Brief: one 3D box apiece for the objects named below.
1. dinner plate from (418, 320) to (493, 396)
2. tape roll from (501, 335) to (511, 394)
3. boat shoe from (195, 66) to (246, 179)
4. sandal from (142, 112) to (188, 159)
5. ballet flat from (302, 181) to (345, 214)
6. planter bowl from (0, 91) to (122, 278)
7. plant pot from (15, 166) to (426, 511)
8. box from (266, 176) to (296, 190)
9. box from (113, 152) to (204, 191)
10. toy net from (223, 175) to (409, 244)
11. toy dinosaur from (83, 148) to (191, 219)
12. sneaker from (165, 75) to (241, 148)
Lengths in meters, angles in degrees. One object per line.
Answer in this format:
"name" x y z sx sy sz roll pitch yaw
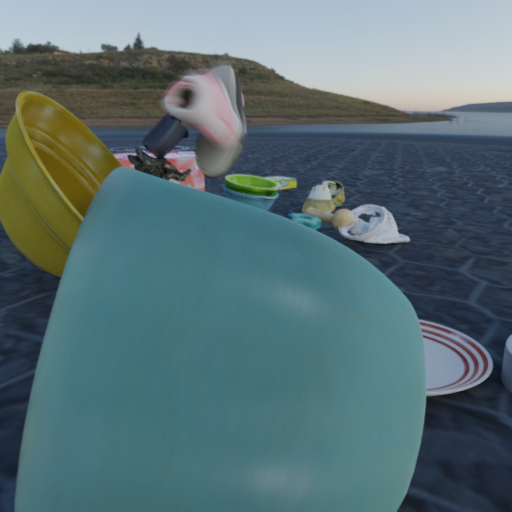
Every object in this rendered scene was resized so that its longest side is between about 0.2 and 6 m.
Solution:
"dinner plate" 1.709 1.211 6.780 2.126 0.258 2.126 0 17 0
"tape roll" 3.464 1.275 6.202 1.353 0.447 1.353 -1 16 0
"boat shoe" -0.594 -2.618 11.343 0.987 0.842 2.953 -15 54 22
"sandal" -1.638 -2.165 10.430 0.953 0.537 2.506 -43 23 10
"ballet flat" 1.877 -1.627 15.555 0.890 0.890 2.517 7 18 23
"planter bowl" -3.247 -0.786 9.753 1.607 3.859 3.859 -34 14 8
"plant pot" -0.122 0.896 3.976 2.142 2.669 2.669 11 16 -4
"box" 0.530 -2.516 19.464 1.549 0.375 0.909 -14 21 -36
"box" -3.161 -2.080 15.812 3.231 1.529 1.658 -5 17 -16
"toy net" 1.326 -0.906 11.993 4.219 0.815 2.213 9 17 -2
"toy dinosaur" -1.916 -0.548 10.297 3.118 1.593 2.116 15 55 -13
"sneaker" -1.140 -2.964 10.303 1.213 0.873 2.320 32 20 -41
